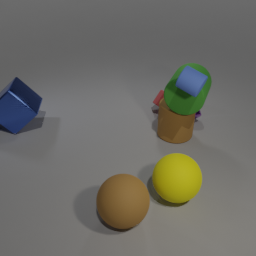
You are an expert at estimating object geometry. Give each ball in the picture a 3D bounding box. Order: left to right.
[{"bbox_3d":[-0.129,1.907,7.353,1.400,1.400,1.400,0,32,0],"label":"ball"},{"bbox_3d":[1.396,1.422,8.005,1.400,1.400,1.400,0,32,0],"label":"ball"}]

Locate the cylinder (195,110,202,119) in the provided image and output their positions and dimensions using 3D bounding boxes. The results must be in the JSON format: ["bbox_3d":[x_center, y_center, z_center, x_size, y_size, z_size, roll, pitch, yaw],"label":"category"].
[{"bbox_3d":[2.668,-0.755,11.862,0.700,0.700,0.700,-11,76,-17],"label":"cylinder"}]

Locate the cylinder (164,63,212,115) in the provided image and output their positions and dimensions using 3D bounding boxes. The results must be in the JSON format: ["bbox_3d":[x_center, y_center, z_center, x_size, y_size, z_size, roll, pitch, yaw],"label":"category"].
[{"bbox_3d":[2.120,-1.386,9.865,1.400,1.400,1.400,13,37,19],"label":"cylinder"}]

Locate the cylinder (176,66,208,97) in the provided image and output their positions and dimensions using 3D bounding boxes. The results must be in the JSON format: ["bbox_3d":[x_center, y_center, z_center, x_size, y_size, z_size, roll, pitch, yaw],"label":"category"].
[{"bbox_3d":[1.904,-1.397,8.402,0.700,0.700,0.700,33,42,13],"label":"cylinder"}]

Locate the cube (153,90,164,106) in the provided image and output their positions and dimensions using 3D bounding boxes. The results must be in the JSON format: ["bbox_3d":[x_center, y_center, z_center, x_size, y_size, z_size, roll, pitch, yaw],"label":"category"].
[{"bbox_3d":[1.636,-1.211,12.547,0.700,0.700,0.700,32,7,-13],"label":"cube"}]

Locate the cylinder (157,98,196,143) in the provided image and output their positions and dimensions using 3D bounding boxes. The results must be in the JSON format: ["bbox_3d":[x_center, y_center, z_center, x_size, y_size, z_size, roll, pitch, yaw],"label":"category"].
[{"bbox_3d":[1.875,-0.347,10.917,1.400,1.400,1.400,0,33,0],"label":"cylinder"}]

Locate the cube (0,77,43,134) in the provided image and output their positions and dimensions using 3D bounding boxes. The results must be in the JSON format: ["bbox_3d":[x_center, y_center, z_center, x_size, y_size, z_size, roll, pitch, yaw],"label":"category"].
[{"bbox_3d":[-4.532,-0.911,11.310,1.400,1.400,1.400,-38,29,16],"label":"cube"}]
